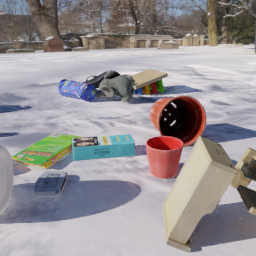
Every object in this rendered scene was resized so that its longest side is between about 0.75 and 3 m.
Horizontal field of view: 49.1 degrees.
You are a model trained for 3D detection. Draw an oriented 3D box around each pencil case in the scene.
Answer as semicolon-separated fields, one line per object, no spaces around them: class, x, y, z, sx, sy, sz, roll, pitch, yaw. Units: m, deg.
pencil case;-3.003;-2.168;16.136;2.587;1.009;1.123;17;41;39

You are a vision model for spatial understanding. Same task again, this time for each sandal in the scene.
sandal;-1.890;-2.854;17.053;2.896;0.620;1.101;-15;-25;32

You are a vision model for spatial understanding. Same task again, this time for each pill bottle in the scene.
pill bottle;-4.108;1.157;6.060;2.740;1.567;1.567;-1;20;-4

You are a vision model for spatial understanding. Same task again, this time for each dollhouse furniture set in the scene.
dollhouse furniture set;2.332;1.645;5.504;2.776;1.844;2.433;22;20;-4

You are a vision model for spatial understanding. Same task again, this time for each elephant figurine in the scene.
elephant figurine;-0.886;-2.286;15.454;2.398;1.861;1.697;11;19;10

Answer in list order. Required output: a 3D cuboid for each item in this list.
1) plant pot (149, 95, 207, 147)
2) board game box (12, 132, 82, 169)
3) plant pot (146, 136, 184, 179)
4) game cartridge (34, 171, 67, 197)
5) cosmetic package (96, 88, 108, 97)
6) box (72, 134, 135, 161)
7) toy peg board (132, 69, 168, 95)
plant pot;1.674;-0.382;10.371;1.796;1.796;1.747;-4;12;-12
board game box;-2.568;0.696;9.170;1.117;0.351;2.338;9;19;19
plant pot;1.006;0.838;7.882;1.059;0.937;1.059;0;20;0
game cartridge;-2.031;1.447;7.302;0.713;0.222;1.070;-4;20;1
cosmetic package;-1.701;-2.152;16.924;1.099;0.446;0.620;-1;20;-1
box;-0.807;0.612;9.174;1.980;0.487;0.815;-4;20;-10
toy peg board;1.045;-2.744;18.007;2.384;1.171;2.393;-25;26;-18
